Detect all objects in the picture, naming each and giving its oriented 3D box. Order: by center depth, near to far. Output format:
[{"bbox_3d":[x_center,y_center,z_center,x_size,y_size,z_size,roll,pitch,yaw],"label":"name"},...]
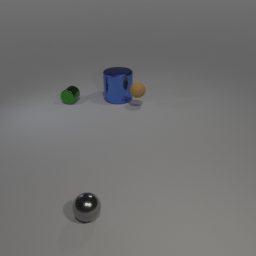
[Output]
[{"bbox_3d":[-1.015,1.937,6.893,0.700,0.700,0.700,0,29,0],"label":"ball"},{"bbox_3d":[0.437,-1.697,12.520,0.700,0.700,0.700,0,29,0],"label":"ball"},{"bbox_3d":[-2.721,-1.564,13.237,0.700,0.700,0.700,7,30,13],"label":"cylinder"},{"bbox_3d":[-0.469,-2.048,13.388,1.400,1.400,1.400,0,29,0],"label":"cylinder"}]
